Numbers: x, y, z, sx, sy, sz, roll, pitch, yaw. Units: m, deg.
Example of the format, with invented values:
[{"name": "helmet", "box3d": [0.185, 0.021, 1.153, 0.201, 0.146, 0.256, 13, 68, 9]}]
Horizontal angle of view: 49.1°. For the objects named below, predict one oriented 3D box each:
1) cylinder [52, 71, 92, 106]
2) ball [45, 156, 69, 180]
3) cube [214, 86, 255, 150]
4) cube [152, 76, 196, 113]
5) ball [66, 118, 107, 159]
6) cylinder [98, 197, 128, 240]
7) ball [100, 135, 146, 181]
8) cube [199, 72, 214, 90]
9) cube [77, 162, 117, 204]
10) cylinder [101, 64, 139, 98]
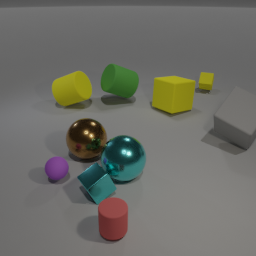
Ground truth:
[{"name": "cylinder", "box3d": [-2.704, -1.896, 13.600, 1.400, 1.400, 1.400, -14, 20, 27]}, {"name": "ball", "box3d": [-2.132, 1.202, 8.387, 0.700, 0.700, 0.700, 0, 27, 0]}, {"name": "cube", "box3d": [4.036, -0.346, 9.954, 1.400, 1.400, 1.400, 34, 79, 28]}, {"name": "cube", "box3d": [2.146, -1.619, 13.277, 1.400, 1.400, 1.400, -12, 26, -35]}, {"name": "ball", "box3d": [-1.409, 0.361, 9.561, 1.400, 1.400, 1.400, 0, 27, 0]}, {"name": "cylinder", "box3d": [-0.351, 2.138, 6.640, 0.700, 0.700, 0.700, 1, 26, 0]}, {"name": "ball", "box3d": [-0.141, 0.915, 8.559, 1.400, 1.400, 1.400, 0, 27, 0]}, {"name": "cube", "box3d": [4.332, -2.586, 15.486, 0.700, 0.700, 0.700, 10, -16, 20]}, {"name": "cube", "box3d": [-0.869, 1.540, 7.842, 0.700, 0.700, 0.700, -37, 38, -15]}, {"name": "cylinder", "box3d": [-0.419, -2.316, 13.878, 1.400, 1.400, 1.400, 12, 17, -35]}]
